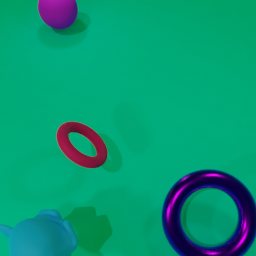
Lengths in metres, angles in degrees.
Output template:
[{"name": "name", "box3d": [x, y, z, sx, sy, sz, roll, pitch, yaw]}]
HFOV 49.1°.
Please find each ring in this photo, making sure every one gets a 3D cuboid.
[{"name": "ring", "box3d": [-0.994, 0.356, 6.202, 1.275, 0.255, 1.275, 33, 27, -19]}, {"name": "ring", "box3d": [1.681, 1.842, 5.760, 1.984, 0.397, 1.984, 0, 86, 0]}]

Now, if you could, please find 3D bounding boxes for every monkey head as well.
[{"name": "monkey head", "box3d": [-1.501, 2.154, 4.989, 1.740, 1.252, 1.049, 27, 45, 31]}]

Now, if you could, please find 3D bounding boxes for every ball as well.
[{"name": "ball", "box3d": [-2.393, -4.087, 9.598, 1.335, 1.335, 1.335, 0, 56, 0]}]
